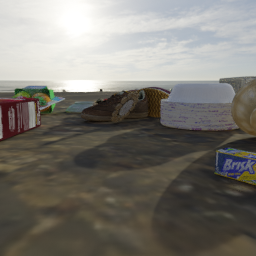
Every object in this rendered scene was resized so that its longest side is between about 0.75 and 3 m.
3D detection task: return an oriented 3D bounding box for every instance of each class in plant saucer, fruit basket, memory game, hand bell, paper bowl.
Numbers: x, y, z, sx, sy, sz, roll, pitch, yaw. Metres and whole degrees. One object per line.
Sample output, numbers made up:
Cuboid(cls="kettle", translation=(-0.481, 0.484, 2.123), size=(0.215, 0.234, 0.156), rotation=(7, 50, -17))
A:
Cuboid(cls="plant saucer", translation=(-1.806, -0.899, 11.878), size=(1.653, 0.415, 1.653), rotation=(1, 9, 0))
Cuboid(cls="fruit basket", translation=(-3.803, -1.017, 10.596), size=(2.119, 1.073, 2.288), rotation=(2, 12, 12))
Cuboid(cls="memory game", translation=(-0.070, -0.618, 8.253), size=(0.073, 1.147, 1.147), rotation=(41, 25, 18))
Cuboid(cls="hand bell", translation=(2.520, -0.008, 4.841), size=(1.310, 1.310, 2.516), rotation=(3, 21, 17))
Cuboid(cls="paper bowl", translation=(2.064, -0.661, 7.881), size=(2.288, 1.190, 2.288), rotation=(0, 10, 0))

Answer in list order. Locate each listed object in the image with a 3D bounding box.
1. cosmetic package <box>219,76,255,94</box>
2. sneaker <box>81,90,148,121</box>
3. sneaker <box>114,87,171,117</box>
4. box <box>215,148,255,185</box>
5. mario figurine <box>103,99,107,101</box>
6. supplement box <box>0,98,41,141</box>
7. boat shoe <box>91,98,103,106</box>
Cuboid(cls="cosmetic package", translation=(5.057, -1.496, 12.251), size=(1.263, 1.497, 2.896), rotation=(0, 10, -1))
Cuboid(cls="sneaker", translation=(-0.416, -0.764, 9.230), size=(2.518, 0.951, 0.887), rotation=(-6, 11, -37))
Cuboid(cls="sneaker", translation=(0.778, -1.070, 10.664), size=(2.968, 1.112, 1.337), rotation=(8, 18, 39))
Cuboid(cls="box", translation=(1.506, 0.478, 3.318), size=(0.296, 0.322, 0.920), rotation=(-7, 11, -38))
Cuboid(cls="mario figurine", translation=(-0.995, -1.088, 13.647), size=(0.588, 0.505, 0.953), rotation=(-34, -13, 16))
Cuboid(cls="supplement box", translation=(-3.159, -0.251, 6.377), size=(1.465, 0.820, 2.692), rotation=(0, 8, 2))
Cuboid(cls="boat shoe", translation=(-1.066, -0.886, 11.017), size=(0.535, 0.482, 1.484), rotation=(28, 17, 9))
